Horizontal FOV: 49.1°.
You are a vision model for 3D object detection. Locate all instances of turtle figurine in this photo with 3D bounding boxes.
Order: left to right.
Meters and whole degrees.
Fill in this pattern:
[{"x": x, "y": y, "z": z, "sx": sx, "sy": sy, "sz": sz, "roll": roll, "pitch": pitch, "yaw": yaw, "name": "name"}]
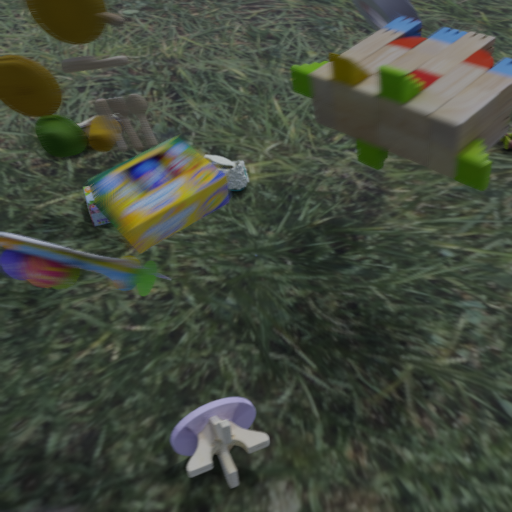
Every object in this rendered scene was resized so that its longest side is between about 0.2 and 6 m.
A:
[{"x": 6.407, "y": -2.845, "z": 13.183, "sx": 1.173, "sy": 0.469, "sz": 1.455, "roll": -5, "pitch": 55, "yaw": 8, "name": "turtle figurine"}]

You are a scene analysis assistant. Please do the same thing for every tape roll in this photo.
[{"x": 2.219, "y": -4.267, "z": 9.683, "sx": 0.434, "sy": 1.313, "sz": 1.313, "roll": -45, "pitch": 48, "yaw": 10, "name": "tape roll"}]

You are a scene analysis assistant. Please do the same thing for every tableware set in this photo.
[{"x": -3.346, "y": -3.293, "z": 9.430, "sx": 2.657, "sy": 3.944, "sz": 0.605, "roll": -4, "pitch": 49, "yaw": 13, "name": "tableware set"}]

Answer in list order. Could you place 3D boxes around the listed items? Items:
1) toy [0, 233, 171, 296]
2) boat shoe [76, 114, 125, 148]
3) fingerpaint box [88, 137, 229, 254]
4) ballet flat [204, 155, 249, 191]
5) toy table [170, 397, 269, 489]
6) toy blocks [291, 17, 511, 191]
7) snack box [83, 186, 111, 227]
[{"x": -2.230, "y": 0.125, "z": 6.320, "sx": 2.242, "sy": 1.291, "sz": 0.529, "roll": 9, "pitch": 81, "yaw": 13, "name": "toy"}, {"x": -3.898, "y": -2.819, "z": 13.077, "sx": 1.843, "sy": 0.663, "sz": 0.597, "roll": -14, "pitch": 54, "yaw": -15, "name": "boat shoe"}, {"x": -0.999, "y": -0.670, "z": 5.784, "sx": 1.112, "sy": 0.408, "sz": 0.928, "roll": -32, "pitch": 54, "yaw": -23, "name": "fingerpaint box"}, {"x": -1.197, "y": -1.867, "z": 11.980, "sx": 2.128, "sy": 0.763, "sz": 0.763, "roll": 5, "pitch": 43, "yaw": 6, "name": "ballet flat"}, {"x": -0.441, "y": 2.368, "z": 7.214, "sx": 1.174, "sy": 1.079, "sz": 0.688, "roll": -27, "pitch": 33, "yaw": -15, "name": "toy table"}, {"x": 2.446, "y": -2.414, "z": 7.959, "sx": 2.219, "sy": 1.622, "sz": 3.246, "roll": -37, "pitch": 49, "yaw": -22, "name": "toy blocks"}, {"x": -2.758, "y": -1.163, "z": 11.450, "sx": 1.354, "sy": 0.359, "sz": 0.963, "roll": -15, "pitch": 45, "yaw": -16, "name": "snack box"}]
